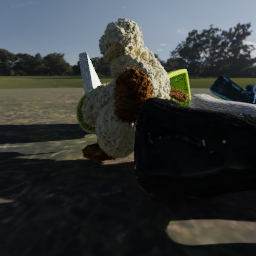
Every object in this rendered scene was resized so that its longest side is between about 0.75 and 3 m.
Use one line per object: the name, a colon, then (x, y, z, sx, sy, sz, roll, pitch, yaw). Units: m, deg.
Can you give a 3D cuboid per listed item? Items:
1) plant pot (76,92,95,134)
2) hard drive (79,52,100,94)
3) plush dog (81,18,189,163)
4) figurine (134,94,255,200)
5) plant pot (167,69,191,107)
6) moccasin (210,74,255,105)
plant pot: (-0.673, -0.420, 7.907, 1.132, 1.132, 1.075, 6, 3, 29)
hard drive: (-1.055, -1.204, 8.936, 0.286, 1.415, 2.145, -14, -21, 3)
plush dog: (0.042, -0.352, 5.057, 1.959, 2.442, 2.098, 24, 44, -1)
figurine: (1.976, 0.241, 3.754, 2.813, 1.241, 2.883, 8, 12, 30)
plant pot: (1.072, -0.973, 9.295, 1.492, 1.644, 1.636, -2, 16, 35)
moccasin: (4.232, -1.177, 10.042, 2.839, 0.968, 1.142, 37, 14, 35)
